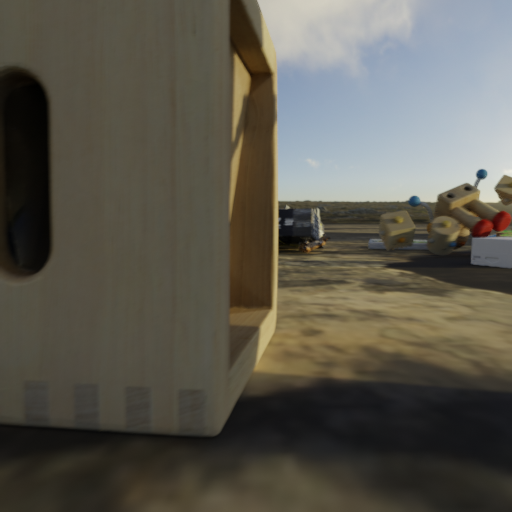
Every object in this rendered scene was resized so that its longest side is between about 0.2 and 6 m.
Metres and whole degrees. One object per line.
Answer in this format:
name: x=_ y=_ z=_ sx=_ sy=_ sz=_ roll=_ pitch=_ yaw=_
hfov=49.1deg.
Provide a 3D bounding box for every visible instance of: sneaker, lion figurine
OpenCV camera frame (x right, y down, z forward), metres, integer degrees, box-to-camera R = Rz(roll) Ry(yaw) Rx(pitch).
sneaker: x=0.672 y=-0.840 z=14.800 sx=2.390 sy=0.980 sz=0.893 roll=3 pitch=-2 yaw=25
lion figurine: x=1.181 y=-0.238 z=11.303 sx=0.739 sy=0.268 sz=0.452 roll=-10 pitch=-14 yaw=16

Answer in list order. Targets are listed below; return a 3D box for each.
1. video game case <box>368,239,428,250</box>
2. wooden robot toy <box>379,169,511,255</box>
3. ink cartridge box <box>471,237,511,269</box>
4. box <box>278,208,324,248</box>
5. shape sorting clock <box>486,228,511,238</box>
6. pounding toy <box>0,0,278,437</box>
video game case: x=3.435 y=-0.257 z=12.948 sx=1.635 sy=0.180 sz=1.490 roll=2 pitch=5 yaw=12
wooden robot toy: x=3.941 y=-0.497 z=11.096 sx=3.215 sy=1.459 sz=1.416 roll=-22 pitch=49 yaw=-17
ink cartridge box: x=3.899 y=-0.067 z=8.565 sx=1.026 sy=0.432 sz=0.742 roll=-3 pitch=5 yaw=-36
box: x=0.331 y=-0.579 z=12.194 sx=2.103 sy=0.641 sz=2.609 roll=-1 pitch=-4 yaw=11
shape sorting clock: x=5.952 y=-0.305 z=10.094 sx=3.489 sy=0.684 sz=3.489 roll=0 pitch=4 yaw=0
pounding toy: x=-0.770 y=-0.603 z=2.972 sx=1.641 sy=2.308 sz=2.125 roll=1 pitch=4 yaw=8
